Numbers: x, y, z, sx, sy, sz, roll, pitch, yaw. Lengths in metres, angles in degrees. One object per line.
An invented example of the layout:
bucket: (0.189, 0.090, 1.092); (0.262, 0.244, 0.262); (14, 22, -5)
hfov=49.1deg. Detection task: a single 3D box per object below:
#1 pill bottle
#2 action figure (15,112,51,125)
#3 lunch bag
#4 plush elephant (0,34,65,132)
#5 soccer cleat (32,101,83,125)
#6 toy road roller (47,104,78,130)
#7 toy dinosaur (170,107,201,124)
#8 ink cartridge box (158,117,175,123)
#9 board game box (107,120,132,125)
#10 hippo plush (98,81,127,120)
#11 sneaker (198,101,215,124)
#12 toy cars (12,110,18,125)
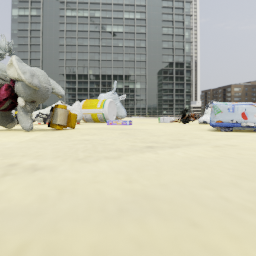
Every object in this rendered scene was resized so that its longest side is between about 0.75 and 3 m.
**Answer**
pill bottle: (-2.007, -0.982, 16.376); (2.421, 1.365, 1.365); (0, 2, 22)
action figure: (-4.273, -0.561, 12.262); (1.707, 0.871, 1.014); (-2, -17, -37)
lunch bag: (3.215, -0.296, 7.895); (1.682, 0.793, 2.099); (3, 3, 20)
plush elephant: (-2.992, -0.914, 7.525); (2.183, 2.819, 2.322); (21, 3, 20)
soccer cleat: (-3.474, -0.729, 13.370); (2.909, 1.128, 1.008); (0, 3, 18)
toy road roller: (-1.931, -0.287, 8.592); (0.856, 0.721, 1.173); (11, -4, -25)
toy dinosaur: (2.846, -0.425, 13.805); (1.480, 0.756, 1.004); (-32, -18, 7)
ink cartridge box: (2.204, -0.454, 16.065); (0.571, 0.330, 0.782); (-2, 3, -39)
board game box: (-0.361, -0.238, 12.481); (1.010, 0.226, 0.679); (1, 3, 13)
hippo plush: (-1.522, -1.110, 18.189); (2.324, 2.303, 2.891); (-37, 5, -29)
sneaker: (4.019, -0.777, 13.836); (1.813, 1.180, 0.723); (-3, 3, -44)
toy cars: (-5.184, -0.393, 12.165); (1.249, 0.617, 2.786); (-13, 4, 10)
